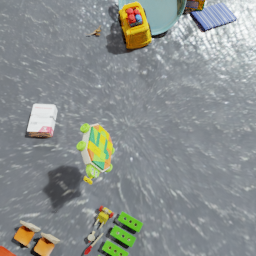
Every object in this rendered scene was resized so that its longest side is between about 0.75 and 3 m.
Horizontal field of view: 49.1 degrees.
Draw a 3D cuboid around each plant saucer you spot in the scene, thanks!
[{"bbox_3d":[0.970,-5.164,11.274,2.758,0.378,2.758,3,103,14],"label":"plant saucer"}]

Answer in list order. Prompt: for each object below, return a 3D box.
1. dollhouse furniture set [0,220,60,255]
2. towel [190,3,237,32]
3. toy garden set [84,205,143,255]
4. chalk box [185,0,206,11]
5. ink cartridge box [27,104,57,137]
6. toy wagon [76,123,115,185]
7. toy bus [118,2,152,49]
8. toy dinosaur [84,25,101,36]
[{"bbox_3d":[-2.574,3.947,7.114,2.412,1.256,2.439,26,67,12],"label":"dollhouse furniture set"},{"bbox_3d":[3.651,-4.757,11.975,1.664,0.198,1.205,-20,64,-11],"label":"towel"},{"bbox_3d":[-0.524,3.161,8.043,1.345,0.322,1.614,27,68,11],"label":"toy garden set"},{"bbox_3d":[2.747,-6.428,12.030,1.438,1.430,2.311,11,58,6],"label":"chalk box"},{"bbox_3d":[-2.921,-0.265,9.612,0.777,0.453,1.067,3,65,2],"label":"ink cartridge box"},{"bbox_3d":[-0.758,0.635,6.770,0.298,1.169,1.507,-19,46,27],"label":"toy wagon"},{"bbox_3d":[0.199,-4.179,10.714,1.169,1.654,1.723,-14,78,4],"label":"toy bus"},{"bbox_3d":[-1.337,-3.952,11.568,0.432,0.245,0.813,28,58,37],"label":"toy dinosaur"}]
